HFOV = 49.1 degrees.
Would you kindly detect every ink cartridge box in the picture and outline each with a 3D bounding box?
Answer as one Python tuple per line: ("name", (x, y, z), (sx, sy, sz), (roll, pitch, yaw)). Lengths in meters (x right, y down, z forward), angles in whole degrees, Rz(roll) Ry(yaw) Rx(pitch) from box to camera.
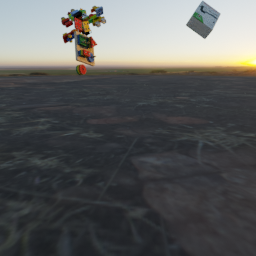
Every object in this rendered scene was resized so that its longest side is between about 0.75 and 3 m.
("ink cartridge box", (2.193, -3.143, 8.106), (0.714, 0.404, 0.974), (34, 55, -4))

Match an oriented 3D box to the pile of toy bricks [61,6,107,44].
("pile of toy bricks", (-1.851, -4.108, 10.505), (1.987, 1.103, 0.981), (-39, 63, -22))

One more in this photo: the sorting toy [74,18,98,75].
("sorting toy", (-1.110, -2.231, 7.684), (0.275, 1.626, 0.784), (-6, -4, 29))
